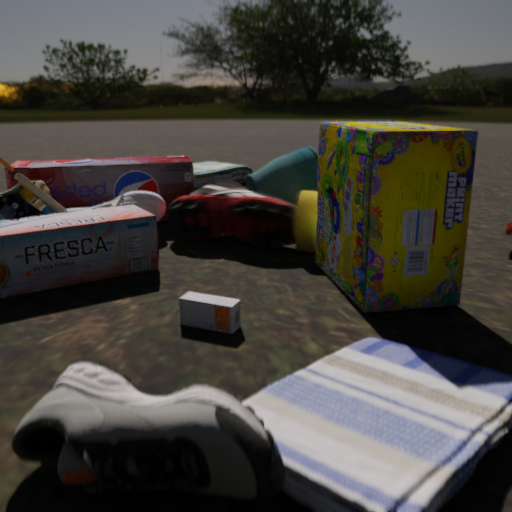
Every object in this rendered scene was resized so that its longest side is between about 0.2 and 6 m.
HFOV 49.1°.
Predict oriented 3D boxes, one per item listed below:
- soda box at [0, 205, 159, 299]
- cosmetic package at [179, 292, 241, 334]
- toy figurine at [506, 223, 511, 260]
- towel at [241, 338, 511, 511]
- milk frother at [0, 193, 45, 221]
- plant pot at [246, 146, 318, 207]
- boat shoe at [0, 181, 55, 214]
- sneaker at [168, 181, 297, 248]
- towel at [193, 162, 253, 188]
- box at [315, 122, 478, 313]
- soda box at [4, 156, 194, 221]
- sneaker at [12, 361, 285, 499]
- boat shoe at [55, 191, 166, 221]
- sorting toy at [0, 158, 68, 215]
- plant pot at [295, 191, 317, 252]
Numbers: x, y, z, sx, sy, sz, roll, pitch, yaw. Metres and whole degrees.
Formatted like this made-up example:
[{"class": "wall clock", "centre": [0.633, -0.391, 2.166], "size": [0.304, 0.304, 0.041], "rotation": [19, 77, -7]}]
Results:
[{"class": "soda box", "centre": [-3.084, -0.108, 8.719], "size": [3.016, 0.959, 1.031], "rotation": [-10, 20, -32]}, {"class": "cosmetic package", "centre": [-0.582, 0.711, 7.037], "size": [0.745, 0.378, 0.266], "rotation": [6, 19, 23]}, {"class": "toy figurine", "centre": [4.668, -0.315, 9.354], "size": [0.891, 0.877, 0.620], "rotation": [-35, 32, -31]}, {"class": "towel", "centre": [1.088, 1.403, 4.933], "size": [1.941, 0.315, 2.643], "rotation": [13, 19, 41]}, {"class": "milk frother", "centre": [-4.099, -0.269, 9.668], "size": [1.198, 1.081, 1.127], "rotation": [-35, -21, -1]}, {"class": "plant pot", "centre": [0.637, -1.462, 12.351], "size": [1.495, 1.592, 1.592], "rotation": [-17, 21, -12]}, {"class": "boat shoe", "centre": [-4.912, -0.600, 9.986], "size": [1.248, 1.142, 3.339], "rotation": [5, 18, 16]}, {"class": "sneaker", "centre": [-0.226, -0.870, 10.815], "size": [2.825, 0.999, 1.380], "rotation": [6, 32, 21]}, {"class": "towel", "centre": [-1.583, -2.583, 17.462], "size": [2.341, 0.564, 2.004], "rotation": [-11, 21, -33]}, {"class": "box", "centre": [1.883, -0.720, 8.256], "size": [1.452, 2.380, 2.292], "rotation": [-3, 17, -11]}, {"class": "soda box", "centre": [-3.331, -1.441, 12.358], "size": [3.864, 1.353, 1.225], "rotation": [-4, 17, -12]}, {"class": "sneaker", "centre": [-0.833, 1.443, 4.148], "size": [2.254, 0.833, 0.894], "rotation": [2, 26, 28]}, {"class": "boat shoe", "centre": [-2.833, -0.658, 10.706], "size": [2.272, 0.839, 0.969], "rotation": [-10, 25, -11]}, {"class": "sorting toy", "centre": [-3.764, -0.970, 9.752], "size": [0.284, 2.085, 1.174], "rotation": [-52, 18, -10]}, {"class": "plant pot", "centre": [1.282, -0.583, 10.075], "size": [1.036, 1.102, 1.102], "rotation": [7, 18, 10]}]
